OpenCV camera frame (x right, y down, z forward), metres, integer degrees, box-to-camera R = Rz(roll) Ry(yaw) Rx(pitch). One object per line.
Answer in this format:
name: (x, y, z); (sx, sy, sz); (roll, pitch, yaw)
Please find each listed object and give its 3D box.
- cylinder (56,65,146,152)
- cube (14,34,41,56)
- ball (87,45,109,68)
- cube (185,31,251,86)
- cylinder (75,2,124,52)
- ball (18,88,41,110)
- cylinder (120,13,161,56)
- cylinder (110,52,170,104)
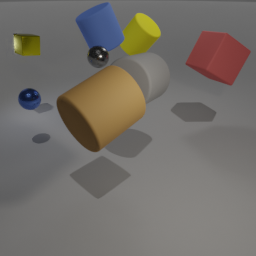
cylinder: (-0.575, -0.424, 6.092); (1.400, 1.400, 1.400); (-38, 43, -26)
cube: (-3.719, -3.078, 10.339); (0.700, 0.700, 0.700); (-16, 30, -41)
ball: (-0.948, -2.264, 8.908); (0.700, 0.700, 0.700); (0, 28, 0)
cube: (3.300, -2.602, 10.389); (1.400, 1.400, 1.400); (22, 11, -29)
cylinder: (-1.026, -3.700, 10.460); (1.400, 1.400, 1.400); (-19, 34, 13)
ball: (-3.130, -0.919, 8.920); (0.700, 0.700, 0.700); (0, 28, 0)
cylinder: (0.498, -4.100, 12.514); (1.400, 1.400, 1.400); (24, 46, -27)
cylinder: (0.298, -1.355, 7.904); (1.400, 1.400, 1.400); (14, 25, 25)
